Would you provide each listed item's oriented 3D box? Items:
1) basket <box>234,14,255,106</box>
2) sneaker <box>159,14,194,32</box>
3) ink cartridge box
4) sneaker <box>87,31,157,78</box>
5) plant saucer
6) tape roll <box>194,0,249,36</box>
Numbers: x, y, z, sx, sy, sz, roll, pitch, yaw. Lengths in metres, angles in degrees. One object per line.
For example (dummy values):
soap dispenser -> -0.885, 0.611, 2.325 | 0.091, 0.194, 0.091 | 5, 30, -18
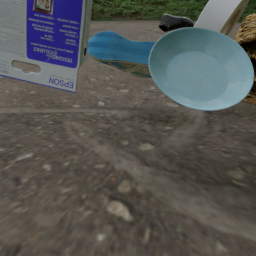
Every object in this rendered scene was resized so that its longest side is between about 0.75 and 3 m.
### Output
basket -> 3.441, -1.463, 6.456 | 2.219, 1.583, 1.653 | 23, 75, 20
sneaker -> 1.999, -4.249, 11.687 | 1.388, 0.519, 0.737 | 17, 62, 13
ink cartridge box -> -1.479, -1.623, 4.320 | 1.821, 1.838, 0.399 | 14, 21, 9
sneaker -> -0.037, -2.195, 8.849 | 2.879, 1.163, 1.102 | 20, 75, 20
plant saucer -> 1.365, -1.097, 5.414 | 1.993, 0.384, 1.993 | 1, 62, -3
tape roll -> 2.799, -3.305, 8.578 | 0.760, 2.174, 2.174 | 37, 37, 13
